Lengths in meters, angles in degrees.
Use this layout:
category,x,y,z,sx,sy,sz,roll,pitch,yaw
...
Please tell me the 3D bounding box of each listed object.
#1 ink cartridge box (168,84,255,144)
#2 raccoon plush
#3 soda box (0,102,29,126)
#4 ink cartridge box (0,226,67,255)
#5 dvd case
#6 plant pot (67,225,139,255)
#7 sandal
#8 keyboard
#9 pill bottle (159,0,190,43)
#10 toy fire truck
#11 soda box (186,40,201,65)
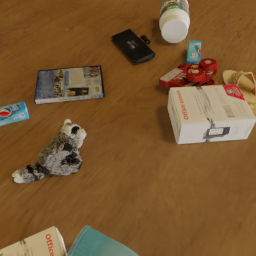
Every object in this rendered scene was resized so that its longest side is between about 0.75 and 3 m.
category,x,y,z,sx,sy,sz,roll,pitch,yaw
ink cartridge box,2.686,-0.504,9.505,2.450,1.021,1.779,-4,49,-3
raccoon plush,-2.385,0.579,8.599,2.358,1.141,1.580,-10,42,-8
soda box,-4.270,-0.460,9.835,1.405,0.477,0.451,-16,51,-14
ink cartridge box,-2.279,3.322,6.226,1.943,0.819,1.406,-21,52,-12
dvd case,-2.303,-1.780,11.162,2.639,0.232,1.883,-6,48,-5
plant pot,-0.316,3.350,5.549,2.026,2.156,2.156,19,51,7
sandal,4.496,-1.612,10.515,1.079,0.968,2.944,-5,49,-4
keyboard,0.350,-3.819,12.897,1.466,0.313,2.442,-26,54,-12
pill bottle,2.217,-5.254,13.393,1.414,1.414,2.501,4,49,3
toy fire truck,2.403,-2.018,10.843,1.687,1.127,2.009,28,53,36
soda box,2.862,-3.177,12.195,0.542,0.513,1.599,8,50,7
